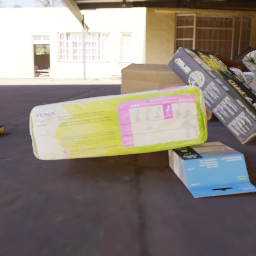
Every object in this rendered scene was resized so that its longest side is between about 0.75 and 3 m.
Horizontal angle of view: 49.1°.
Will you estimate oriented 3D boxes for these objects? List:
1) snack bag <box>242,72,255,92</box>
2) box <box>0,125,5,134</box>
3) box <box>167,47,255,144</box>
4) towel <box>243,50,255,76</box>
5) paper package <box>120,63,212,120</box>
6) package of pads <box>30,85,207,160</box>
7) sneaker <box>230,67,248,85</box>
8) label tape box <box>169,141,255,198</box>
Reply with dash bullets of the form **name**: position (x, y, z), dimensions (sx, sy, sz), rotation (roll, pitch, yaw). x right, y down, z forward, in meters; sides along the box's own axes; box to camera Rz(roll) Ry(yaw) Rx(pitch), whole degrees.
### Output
- **snack bag**: position (4.174, -1.202, 9.459), dimensions (2.290, 0.245, 2.159), rotation (2, -29, 22)
- **box**: position (-3.472, 0.078, 6.611), dimensions (0.830, 0.184, 0.665), rotation (1, 11, 5)
- **box**: position (2.319, -0.870, 6.685), dimensions (1.993, 0.607, 2.472), rotation (-14, 59, -49)
- **towel**: position (3.573, -0.729, 5.671), dimensions (2.608, 0.450, 2.511), rotation (47, 33, 11)
- **paper package**: position (1.327, -1.373, 9.759), dimensions (2.909, 1.505, 2.773), rotation (4, 18, 8)
- **package of pads**: position (-0.075, -0.066, 4.533), dimensions (2.453, 0.837, 1.895), rotation (-7, 1, 7)
- **sneaker**: position (3.123, -0.997, 8.298), dimensions (0.657, 1.599, 0.622), rotation (-18, 21, -19)
- **label tape box**: position (1.095, 0.504, 3.804), dimensions (0.824, 0.362, 1.143), rotation (-5, 11, -6)
